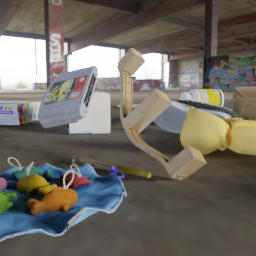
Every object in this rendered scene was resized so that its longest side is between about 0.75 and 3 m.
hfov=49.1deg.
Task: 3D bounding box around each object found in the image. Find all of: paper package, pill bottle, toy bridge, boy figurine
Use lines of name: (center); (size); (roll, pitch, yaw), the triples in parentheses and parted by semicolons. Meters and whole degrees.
paper package: (4.881, -0.870, 9.880); (2.234, 1.212, 2.344); (4, 10, 22)
pill bottle: (3.514, -1.345, 13.434); (1.882, 1.047, 1.047); (-2, 9, -12)
toy bridge: (0.271, -0.245, 4.397); (0.335, 0.827, 2.460); (20, 36, -43)
boy figurine: (2.332, 0.032, 5.311); (2.803, 0.903, 1.743); (2, 12, -5)

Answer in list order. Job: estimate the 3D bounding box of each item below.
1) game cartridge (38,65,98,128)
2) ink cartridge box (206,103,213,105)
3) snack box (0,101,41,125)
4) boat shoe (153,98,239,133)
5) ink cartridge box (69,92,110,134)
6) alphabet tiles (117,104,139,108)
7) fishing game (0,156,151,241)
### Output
game cartridge: (-1.416, -0.784, 6.626); (1.212, 0.372, 1.821); (-13, 42, 20)
ink cartridge box: (1.579, -0.432, 8.759); (1.838, 0.696, 1.358); (-8, 12, -41)
snack box: (-4.496, -0.530, 9.263); (2.744, 0.727, 1.951); (1, 9, 4)
boat shoe: (1.656, -0.370, 7.323); (2.381, 0.879, 0.813); (8, 27, 40)
ink cartridge box: (-1.115, -0.481, 7.930); (1.074, 1.046, 1.670); (-2, 10, -10)
alphabet tiles: (0.218, -1.209, 15.609); (1.569, 0.114, 1.534); (1, 10, 8)
fishing game: (-1.057, 0.576, 2.966); (2.106, 0.457, 2.941); (6, 8, 42)
